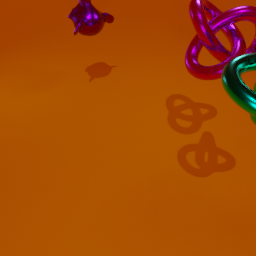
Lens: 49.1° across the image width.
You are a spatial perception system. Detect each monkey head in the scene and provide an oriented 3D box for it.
[{"bbox_3d":[-1.123,-3.358,8.290,0.993,1.186,1.648,48,52,8],"label":"monkey head"}]

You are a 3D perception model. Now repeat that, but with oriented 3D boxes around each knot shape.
[{"bbox_3d":[1.829,-1.701,5.611,1.808,0.835,1.692,27,81,-1],"label":"knot shape"},{"bbox_3d":[2.118,-0.778,3.971,1.649,1.543,0.762,15,-3,-31],"label":"knot shape"}]
